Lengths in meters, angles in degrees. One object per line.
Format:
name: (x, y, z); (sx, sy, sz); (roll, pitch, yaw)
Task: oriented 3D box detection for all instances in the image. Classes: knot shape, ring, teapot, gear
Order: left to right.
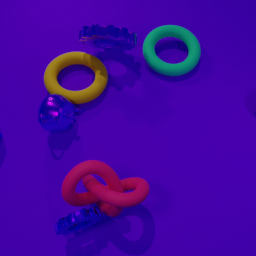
teapot: (-1.973, -0.415, 8.185); (0.904, 1.148, 1.846); (12, 19, 20)
ring: (-1.699, -1.676, 9.197); (2.076, 0.415, 2.076); (2, 61, -3)
gear: (-1.155, 2.190, 6.568); (1.111, 1.111, 0.206); (-20, 62, -10)
knot shape: (-0.649, 1.414, 6.513); (1.842, 1.968, 0.909); (29, 55, -35)
gear: (-0.641, -2.901, 9.122); (1.852, 1.852, 0.343); (5, 92, 3)
ring: (1.509, -2.692, 9.671); (1.995, 0.399, 1.995); (1, 70, -2)

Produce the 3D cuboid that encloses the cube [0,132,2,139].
cube: (-4.587, 0.289, 7.634); (1.378, 1.378, 1.378); (11, 59, 6)
